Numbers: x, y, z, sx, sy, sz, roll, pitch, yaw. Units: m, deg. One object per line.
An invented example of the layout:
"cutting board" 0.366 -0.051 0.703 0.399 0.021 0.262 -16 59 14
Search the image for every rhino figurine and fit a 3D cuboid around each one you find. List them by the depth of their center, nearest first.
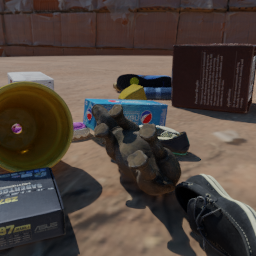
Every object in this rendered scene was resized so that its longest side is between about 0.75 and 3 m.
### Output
"rhino figurine" -0.053 0.266 5.468 0.886 1.296 2.963 -41 35 -8

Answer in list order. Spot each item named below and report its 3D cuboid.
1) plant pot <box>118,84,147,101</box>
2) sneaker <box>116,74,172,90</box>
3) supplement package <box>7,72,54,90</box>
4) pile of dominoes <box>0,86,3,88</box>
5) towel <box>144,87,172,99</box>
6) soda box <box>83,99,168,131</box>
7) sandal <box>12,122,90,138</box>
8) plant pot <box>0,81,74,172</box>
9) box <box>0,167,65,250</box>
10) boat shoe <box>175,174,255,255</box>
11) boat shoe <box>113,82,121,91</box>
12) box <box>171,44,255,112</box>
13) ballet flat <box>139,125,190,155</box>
"plant pot" 0.143 -1.056 10.559 0.867 0.847 0.842 -27 26 -16
"sneaker" 0.904 -2.190 14.077 2.905 0.958 1.139 3 8 7
"supplement package" -3.607 -1.291 10.344 1.299 1.349 2.373 -8 19 -26
"pile of dominoes" -6.086 -1.255 12.253 2.819 0.449 2.197 -22 27 -32
"towel" 1.491 -1.630 12.941 1.803 0.438 1.007 2 18 5
"soda box" -0.034 -0.392 8.063 2.369 0.760 0.804 -1 15 -32
"sandal" -2.332 -0.033 7.473 2.683 0.659 1.092 -7 18 -31
"plant pot" -2.271 0.001 5.981 1.771 1.771 1.666 -11 5 -31
"box" -1.937 1.168 4.084 1.819 0.464 1.434 -7 20 -20
"boat shoe" 1.126 1.193 3.631 0.642 0.769 2.061 -8 14 -6
"boat shoe" -0.588 -2.197 14.792 0.424 0.469 1.316 -4 9 11
"box" 3.499 -2.132 11.244 2.917 2.420 2.395 9 20 26
"ballet flat" 0.533 0.242 6.730 1.876 0.685 0.685 3 18 10
